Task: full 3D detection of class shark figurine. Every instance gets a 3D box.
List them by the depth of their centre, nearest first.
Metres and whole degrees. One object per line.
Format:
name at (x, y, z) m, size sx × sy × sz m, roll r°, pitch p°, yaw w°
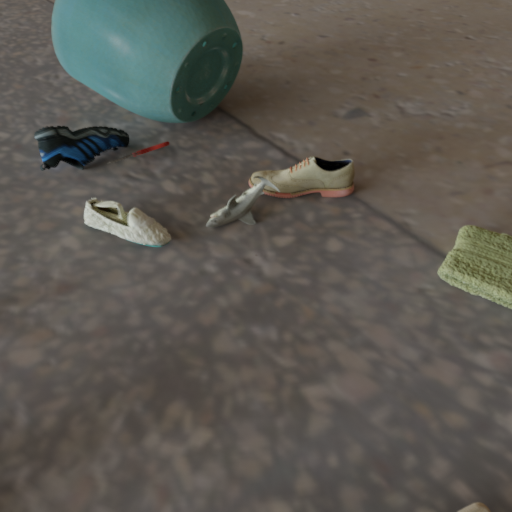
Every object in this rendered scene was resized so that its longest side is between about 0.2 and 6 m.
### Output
shark figurine at (-0.117, -0.846, 9.569) m, size 0.584 × 1.399 × 0.836 m, roll 55°, pitch 23°, yaw 2°

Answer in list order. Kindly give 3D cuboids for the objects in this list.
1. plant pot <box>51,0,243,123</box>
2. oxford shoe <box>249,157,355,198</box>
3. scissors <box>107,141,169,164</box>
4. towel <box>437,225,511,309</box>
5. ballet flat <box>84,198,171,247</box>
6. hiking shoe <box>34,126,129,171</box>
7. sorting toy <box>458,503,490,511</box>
plant pot at (-1.973, -4.423, 11.715) m, size 2.759 × 3.438 × 3.438 m, roll 40°, pitch 54°, yaw 17°
oxford shoe at (0.837, -1.520, 10.256) m, size 1.949 × 0.719 × 0.690 m, roll -2°, pitch 42°, yaw -3°
scissors at (-2.347, -2.003, 11.027) m, size 1.467 × 0.102 × 0.537 m, roll -28°, pitch 19°, yaw -31°
towel at (3.891, 0.260, 8.544) m, size 1.945 × 0.355 × 1.443 m, roll 23°, pitch 48°, yaw 23°
ballet flat at (-2.195, -0.587, 9.318) m, size 1.642 × 0.589 × 0.589 m, roll 15°, pitch 44°, yaw 17°
hiking shoe at (-3.386, -2.105, 11.047) m, size 1.895 × 0.821 × 0.705 m, roll -10°, pitch 7°, yaw -37°
sorting toy at (2.020, 3.391, 5.028) m, size 1.771 × 0.349 × 1.914 m, roll -17°, pitch 45°, yaw -18°
